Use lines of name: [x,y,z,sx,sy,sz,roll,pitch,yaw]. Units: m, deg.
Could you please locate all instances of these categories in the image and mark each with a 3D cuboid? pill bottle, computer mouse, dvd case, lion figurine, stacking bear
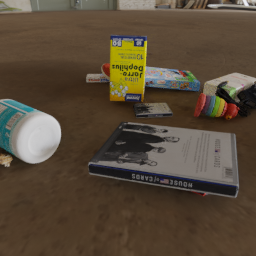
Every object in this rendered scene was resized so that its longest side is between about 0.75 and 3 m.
pill bottle: [-2.829,-0.022,7.073,2.207,1.223,1.223,20,34,34]
computer mouse: [3.998,-1.159,9.741,2.206,0.508,1.549,-29,61,-31]
dvd case: [0.908,0.556,6.433,2.983,0.369,2.242,7,26,16]
lion figurine: [-3.205,0.741,6.587,0.897,0.325,0.550,8,18,24]
stacking bear: [2.818,-0.626,8.811,1.236,0.751,0.703,16,57,5]
dvd case: [0.805,-0.600,9.312,1.178,0.146,0.885,-2,28,-5]

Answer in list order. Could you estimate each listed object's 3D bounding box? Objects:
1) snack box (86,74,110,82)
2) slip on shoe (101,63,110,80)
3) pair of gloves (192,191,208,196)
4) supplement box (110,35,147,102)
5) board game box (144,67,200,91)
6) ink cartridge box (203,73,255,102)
snack box: [-0.948,-2.199,12.281,1.710,0.208,0.615,-1,28,-2]
slip on shoe: [-0.248,-2.197,11.423,0.890,0.735,2.401,-20,42,-31]
pair of gloves: [1.437,0.835,6.504,2.016,0.230,1.621,19,33,33]
supplement box: [0.015,-2.109,9.808,1.187,2.182,1.195,3,19,4]
board game box: [1.656,-2.055,11.561,2.222,0.407,1.681,4,27,-6]
ink cartridge box: [3.847,-1.472,10.418,1.906,0.642,1.116,-21,35,-32]
